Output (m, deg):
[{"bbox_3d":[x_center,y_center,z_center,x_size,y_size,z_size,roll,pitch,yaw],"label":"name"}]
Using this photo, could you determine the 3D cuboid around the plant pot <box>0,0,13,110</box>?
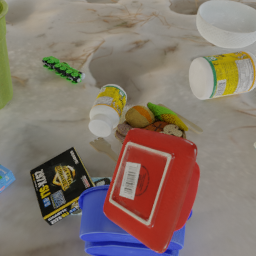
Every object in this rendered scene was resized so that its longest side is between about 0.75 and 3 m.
[{"bbox_3d":[-4.436,-1.842,7.721,2.846,2.703,2.846,1,43,-1],"label":"plant pot"}]

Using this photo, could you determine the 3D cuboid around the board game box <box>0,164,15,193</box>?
[{"bbox_3d":[-3.822,1.404,5.959,1.624,0.393,2.147,23,49,22],"label":"board game box"}]

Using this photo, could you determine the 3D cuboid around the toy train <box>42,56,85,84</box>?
[{"bbox_3d":[-2.218,-2.026,9.630,1.923,0.401,0.542,31,41,28],"label":"toy train"}]

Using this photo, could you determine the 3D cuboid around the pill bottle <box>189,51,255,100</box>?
[{"bbox_3d":[3.143,-1.650,8.559,2.255,1.272,1.272,-10,44,-10],"label":"pill bottle"}]

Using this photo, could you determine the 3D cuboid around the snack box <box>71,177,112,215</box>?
[{"bbox_3d":[-0.510,1.442,6.023,1.362,0.253,0.791,-1,43,-1],"label":"snack box"}]

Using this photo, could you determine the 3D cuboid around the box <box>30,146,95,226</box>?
[{"bbox_3d":[-1.382,1.170,5.959,1.147,0.354,1.436,-30,43,-8],"label":"box"}]

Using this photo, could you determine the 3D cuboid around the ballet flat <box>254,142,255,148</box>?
[{"bbox_3d":[3.676,0.652,6.732,0.486,0.486,1.354,-21,47,-21],"label":"ballet flat"}]

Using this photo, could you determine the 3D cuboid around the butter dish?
[{"bbox_3d":[0.493,0.830,4.004,1.045,1.414,1.410,20,-4,-39],"label":"butter dish"}]

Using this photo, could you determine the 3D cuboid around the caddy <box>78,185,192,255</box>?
[{"bbox_3d":[0.099,1.624,4.982,2.069,1.462,1.086,5,50,4],"label":"caddy"}]

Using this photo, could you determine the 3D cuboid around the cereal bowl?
[{"bbox_3d":[3.900,-3.949,11.023,2.612,1.088,2.612,4,49,-4],"label":"cereal bowl"}]

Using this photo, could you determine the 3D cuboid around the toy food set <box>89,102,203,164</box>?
[{"bbox_3d":[0.584,0.049,7.101,2.717,0.545,1.876,-30,51,-35],"label":"toy food set"}]

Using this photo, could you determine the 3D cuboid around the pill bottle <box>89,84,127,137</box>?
[{"bbox_3d":[-0.567,-0.474,7.643,0.822,0.822,1.458,8,44,9],"label":"pill bottle"}]
